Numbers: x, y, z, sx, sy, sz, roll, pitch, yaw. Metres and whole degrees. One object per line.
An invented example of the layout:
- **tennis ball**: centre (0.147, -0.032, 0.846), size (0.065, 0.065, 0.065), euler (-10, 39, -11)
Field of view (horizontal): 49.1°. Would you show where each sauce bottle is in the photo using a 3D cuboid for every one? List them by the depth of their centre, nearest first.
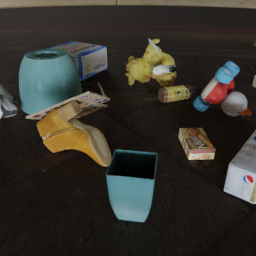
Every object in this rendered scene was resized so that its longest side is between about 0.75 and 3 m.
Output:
- **sauce bottle**: centre (2.290, -1.520, 11.909), size (2.002, 0.661, 0.661), euler (-12, 31, -17)

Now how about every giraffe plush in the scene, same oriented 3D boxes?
- **giraffe plush**: centre (0.895, -2.829, 13.307), size (1.963, 2.420, 2.088), euler (-21, 29, 35)

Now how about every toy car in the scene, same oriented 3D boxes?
- **toy car**: centre (3.908, -1.157, 10.725), size (1.961, 1.808, 1.735), euler (41, 42, 10)

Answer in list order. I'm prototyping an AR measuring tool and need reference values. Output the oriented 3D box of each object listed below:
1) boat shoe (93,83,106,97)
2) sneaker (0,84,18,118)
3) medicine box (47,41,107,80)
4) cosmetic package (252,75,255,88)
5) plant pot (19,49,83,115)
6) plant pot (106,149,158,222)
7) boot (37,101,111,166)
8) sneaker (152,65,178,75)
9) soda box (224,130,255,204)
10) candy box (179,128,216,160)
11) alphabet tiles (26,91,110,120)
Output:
- **boat shoe**: centre (-1.250, -1.564, 12.284), size (0.378, 0.441, 1.206), euler (-31, 40, 1)
- **sneaker**: centre (-4.893, -1.059, 11.029), size (0.944, 0.880, 2.382), euler (-5, 35, -28)
- **medicine box**: centre (-2.774, -3.683, 15.070), size (2.534, 1.304, 2.309), euler (15, 33, 25)
- **cosmetic package**: centre (6.458, -1.921, 12.719), size (0.793, 0.560, 1.532), euler (-5, 31, -9)
- **plant pot**: centre (-3.147, -1.963, 11.253), size (2.585, 2.075, 2.585), euler (-1, 29, 0)
- **plant pot**: centre (0.108, 1.321, 6.141), size (0.960, 1.359, 0.961), euler (5, 29, 8)
- **boot**: centre (-1.604, 0.421, 8.200), size (1.578, 2.205, 0.776), euler (-31, 3, 27)
- **sneaker**: centre (1.507, -2.384, 11.311), size (1.024, 0.386, 0.589), euler (-11, 13, -6)
- **soda box**: centre (3.465, 0.853, 7.467), size (0.817, 0.874, 2.567), euler (21, 35, 33)
- **candy box**: centre (2.099, 0.458, 8.682), size (0.769, 0.368, 1.332), euler (-2, 29, -3)
- **alphabet tiles**: centre (-1.677, -0.632, 9.160), size (2.140, 0.097, 2.560), euler (-20, -6, 15)
